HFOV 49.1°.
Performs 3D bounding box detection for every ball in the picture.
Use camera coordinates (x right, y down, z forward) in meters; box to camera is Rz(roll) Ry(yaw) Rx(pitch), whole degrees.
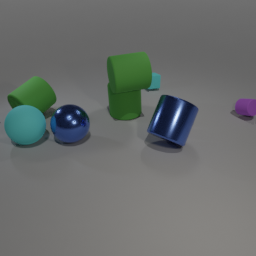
[{"bbox_3d":[-3.640,-0.109,9.962,1.400,1.400,1.400,0,29,0],"label":"ball"},{"bbox_3d":[-2.074,-0.155,10.078,1.400,1.400,1.400,0,29,0],"label":"ball"}]

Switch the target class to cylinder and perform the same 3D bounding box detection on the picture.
[{"bbox_3d":[5.012,-0.880,11.780,0.700,0.700,0.700,-13,13,-22],"label":"cylinder"},{"bbox_3d":[-3.945,-1.187,11.577,1.400,1.400,1.400,20,52,31],"label":"cylinder"},{"bbox_3d":[0.030,-2.090,10.601,1.400,1.400,1.400,-11,31,-12],"label":"cylinder"},{"bbox_3d":[1.541,-0.254,9.706,1.400,1.400,1.400,22,-2,1],"label":"cylinder"},{"bbox_3d":[-0.134,-1.262,11.996,1.400,1.400,1.400,-2,30,1],"label":"cylinder"}]

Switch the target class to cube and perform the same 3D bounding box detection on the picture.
[{"bbox_3d":[1.246,-2.487,14.746,0.700,0.700,0.700,-8,24,-21],"label":"cube"}]
